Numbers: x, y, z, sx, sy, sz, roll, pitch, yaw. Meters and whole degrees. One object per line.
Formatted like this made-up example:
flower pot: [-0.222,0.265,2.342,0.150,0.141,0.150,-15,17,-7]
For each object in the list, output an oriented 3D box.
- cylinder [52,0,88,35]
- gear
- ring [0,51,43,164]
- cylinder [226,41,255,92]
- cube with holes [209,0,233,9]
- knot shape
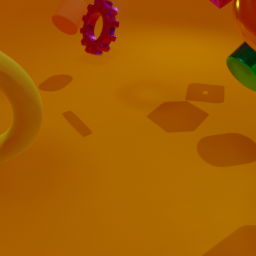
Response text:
cylinder: [-1.950,-3.806,9.439,0.929,0.929,0.929,16,72,21]
gear: [-0.778,-2.628,7.343,0.259,1.398,1.398,0,29,-42]
ring: [-1.858,-0.204,3.205,1.699,1.699,0.340,-6,38,-8]
cylinder: [3.094,-1.615,6.513,1.124,1.124,1.124,-44,44,3]
cube with holes: [2.499,-4.097,7.345,1.069,1.069,1.069,-34,58,4]
knot shape: [1.990,-1.003,2.773,1.618,1.729,0.799,-9,-2,44]
